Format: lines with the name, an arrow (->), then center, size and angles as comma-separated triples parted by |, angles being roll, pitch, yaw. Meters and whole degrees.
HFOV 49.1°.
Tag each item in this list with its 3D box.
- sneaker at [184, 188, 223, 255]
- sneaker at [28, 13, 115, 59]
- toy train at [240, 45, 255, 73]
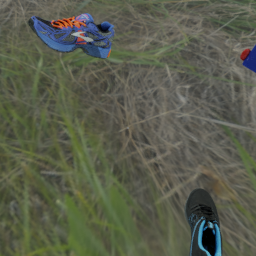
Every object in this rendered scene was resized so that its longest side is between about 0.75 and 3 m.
sneaker -> 1.301, 1.598, 4.579 | 0.608, 0.680, 1.661 | 9, 40, 1
sneaker -> -1.153, -2.152, 6.132 | 2.138, 0.839, 0.805 | -7, 46, -48
toy train -> 3.194, -1.904, 6.031 | 0.667, 1.575, 0.912 | 42, 24, 27
